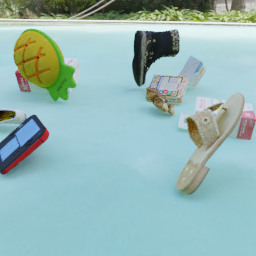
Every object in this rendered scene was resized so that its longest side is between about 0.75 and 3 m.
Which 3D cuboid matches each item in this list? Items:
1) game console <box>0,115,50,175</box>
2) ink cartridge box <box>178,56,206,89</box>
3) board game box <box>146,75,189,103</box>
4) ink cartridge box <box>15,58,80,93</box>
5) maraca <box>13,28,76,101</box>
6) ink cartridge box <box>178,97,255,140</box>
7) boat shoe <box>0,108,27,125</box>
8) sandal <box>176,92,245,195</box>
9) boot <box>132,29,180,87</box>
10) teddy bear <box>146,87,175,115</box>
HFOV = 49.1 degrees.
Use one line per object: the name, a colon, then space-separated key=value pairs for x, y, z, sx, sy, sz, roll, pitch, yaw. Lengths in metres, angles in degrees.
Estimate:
game console: x=-2.575 y=0.316 z=6.688 sx=1.360 sy=0.239 sz=1.537 roll=-40 pitch=32 yaw=-11
ink cartridge box: x=2.769 y=-2.281 z=11.851 sx=0.567 sy=0.963 sz=1.672 roll=36 pitch=11 yaw=21
board game box: x=1.501 y=-1.526 z=10.731 sx=1.391 sy=0.322 sz=1.054 roll=10 pitch=62 yaw=26
ink cartridge box: x=-3.384 y=-2.320 z=12.143 sx=2.269 sy=0.957 sz=1.642 roll=4 pitch=37 yaw=8
maraca: x=-3.074 y=-2.318 z=10.374 sx=2.948 sy=2.021 sz=1.577 roll=46 pitch=37 yaw=7
ink cartridge box: x=2.591 y=-0.359 z=8.336 sx=2.054 sy=0.693 sz=1.196 roll=8 pitch=28 yaw=12
boat shoe: x=-3.835 y=-0.343 z=8.123 sx=1.624 sy=0.600 sz=0.693 roll=3 pitch=-9 yaw=14
sandal: x=1.459 y=0.091 z=5.619 sx=0.793 sy=2.412 sz=0.885 roll=32 pitch=-9 yaw=-9
boot: x=1.131 y=-2.922 z=11.563 sx=1.824 sy=2.423 sz=0.887 roll=-15 pitch=40 yaw=-19
teddy bear: x=1.037 y=-0.872 z=9.589 sx=1.411 sy=0.471 sz=1.023 roll=41 pitch=25 yaw=27
